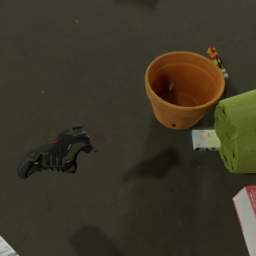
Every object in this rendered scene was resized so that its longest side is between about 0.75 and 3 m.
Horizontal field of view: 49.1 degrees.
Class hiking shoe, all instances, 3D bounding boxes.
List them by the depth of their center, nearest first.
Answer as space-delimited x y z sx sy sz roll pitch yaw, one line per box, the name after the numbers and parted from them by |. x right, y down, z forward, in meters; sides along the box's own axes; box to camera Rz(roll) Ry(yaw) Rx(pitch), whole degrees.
-1.208 0.548 4.728 1.388 0.526 0.699 -34 87 2 | hiking shoe

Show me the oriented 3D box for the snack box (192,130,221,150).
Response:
2.296 0.330 7.747 0.982 0.182 0.571 0 57 0 | snack box

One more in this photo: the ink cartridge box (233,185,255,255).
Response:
3.705 2.047 6.181 2.153 0.913 1.568 -4 57 -5 | ink cartridge box

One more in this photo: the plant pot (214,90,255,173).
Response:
3.597 0.025 6.593 2.707 2.851 2.851 -10 57 5 | plant pot

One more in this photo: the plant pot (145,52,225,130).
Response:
1.462 -0.910 7.820 2.042 1.430 2.042 0 56 -1 | plant pot

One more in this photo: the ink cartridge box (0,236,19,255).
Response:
-2.047 2.310 4.394 1.094 0.798 0.460 37 92 15 | ink cartridge box

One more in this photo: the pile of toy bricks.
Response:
2.755 -1.974 9.118 0.594 0.668 1.203 -24 73 17 | pile of toy bricks
